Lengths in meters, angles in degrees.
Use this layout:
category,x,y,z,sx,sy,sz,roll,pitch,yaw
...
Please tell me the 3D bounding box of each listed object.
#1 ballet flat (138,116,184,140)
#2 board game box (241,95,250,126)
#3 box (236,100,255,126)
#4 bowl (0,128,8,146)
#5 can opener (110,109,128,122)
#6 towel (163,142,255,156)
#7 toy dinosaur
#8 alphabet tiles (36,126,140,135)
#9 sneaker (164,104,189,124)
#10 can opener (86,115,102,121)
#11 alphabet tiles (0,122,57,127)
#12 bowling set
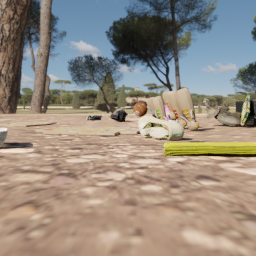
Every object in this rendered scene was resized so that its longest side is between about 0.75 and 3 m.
category,x,y,z,sx,sy,sz,roll,pitch,yaw
ballet flat,0.601,0.026,6.480,0.538,0.538,1.548,-3,5,-35
board game box,4.398,-0.679,10.470,0.142,0.634,1.209,15,39,14
box,5.518,-0.612,11.542,1.693,1.052,1.257,-1,4,-15
bowl,-2.569,0.189,4.864,0.888,0.331,0.886,-1,4,-23
can opener,-0.512,-0.730,15.671,0.895,0.722,2.277,18,1,-5
towel,1.605,0.322,4.292,2.097,0.189,0.902,0,-2,9
toy dinosaur,3.985,-0.407,11.048,2.297,0.884,1.175,33,43,29
alphabet tiles,-1.085,0.060,8.551,2.994,0.095,2.491,1,4,11
sneaker,2.023,-0.599,11.923,0.899,0.988,2.236,1,2,28
can opener,-2.076,-0.586,17.432,0.422,0.334,1.268,42,26,25
alphabet tiles,-4.426,-0.187,12.421,2.068,0.093,2.474,1,4,23
bowling set,1.143,-0.417,9.482,1.763,1.360,2.534,-19,6,-2
